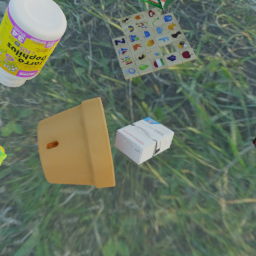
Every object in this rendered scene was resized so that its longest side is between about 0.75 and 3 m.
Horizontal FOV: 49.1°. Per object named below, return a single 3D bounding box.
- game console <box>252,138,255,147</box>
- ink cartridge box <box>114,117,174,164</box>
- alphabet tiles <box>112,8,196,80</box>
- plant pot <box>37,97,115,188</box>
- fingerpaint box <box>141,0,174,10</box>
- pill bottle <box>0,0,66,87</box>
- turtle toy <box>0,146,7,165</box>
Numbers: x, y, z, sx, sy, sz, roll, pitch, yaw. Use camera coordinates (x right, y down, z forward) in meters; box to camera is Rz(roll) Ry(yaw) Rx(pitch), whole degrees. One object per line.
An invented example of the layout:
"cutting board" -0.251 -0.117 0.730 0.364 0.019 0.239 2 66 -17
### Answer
"game console" 2.724 0.120 4.365 1.278 0.758 1.101 -41 18 9
"ink cartridge box" 0.358 0.252 6.297 0.797 0.464 1.103 34 39 32
"alphabet tiles" 0.449 -1.979 6.253 1.547 0.070 1.851 -17 59 0
"plant pot" -1.110 0.410 6.055 1.367 1.954 1.954 -10 58 -8
"fingerpaint box" 0.706 -4.345 7.421 1.846 0.812 2.213 -48 57 -4
"pill bottle" -2.304 -1.812 6.194 1.134 2.176 1.134 20 53 -29
"turtle toy" -2.685 0.467 4.565 1.320 0.667 0.962 -4 30 -11
